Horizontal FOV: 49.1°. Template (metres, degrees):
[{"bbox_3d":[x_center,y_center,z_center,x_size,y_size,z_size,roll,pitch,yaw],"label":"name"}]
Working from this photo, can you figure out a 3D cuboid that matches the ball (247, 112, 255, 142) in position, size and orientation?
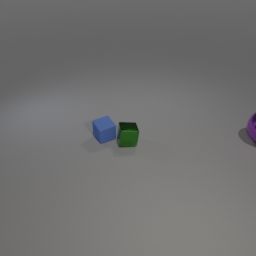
[{"bbox_3d":[5.279,-0.029,10.634,1.400,1.400,1.400,0,32,0],"label":"ball"}]

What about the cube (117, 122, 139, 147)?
[{"bbox_3d":[-0.009,0.242,10.804,0.700,0.700,0.700,1,31,-12],"label":"cube"}]

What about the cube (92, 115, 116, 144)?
[{"bbox_3d":[-0.935,0.059,11.019,0.700,0.700,0.700,-21,47,-23],"label":"cube"}]
